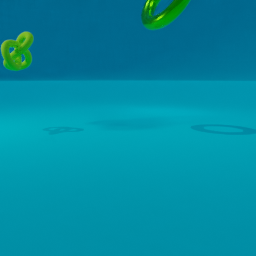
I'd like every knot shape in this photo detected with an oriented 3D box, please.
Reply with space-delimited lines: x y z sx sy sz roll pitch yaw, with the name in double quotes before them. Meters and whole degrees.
"knot shape" -3.043 -2.015 7.638 0.572 1.237 1.157 26 26 -5

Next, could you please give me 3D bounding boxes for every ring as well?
"ring" 1.053 -3.460 7.544 0.365 1.825 1.825 30 -7 -33
